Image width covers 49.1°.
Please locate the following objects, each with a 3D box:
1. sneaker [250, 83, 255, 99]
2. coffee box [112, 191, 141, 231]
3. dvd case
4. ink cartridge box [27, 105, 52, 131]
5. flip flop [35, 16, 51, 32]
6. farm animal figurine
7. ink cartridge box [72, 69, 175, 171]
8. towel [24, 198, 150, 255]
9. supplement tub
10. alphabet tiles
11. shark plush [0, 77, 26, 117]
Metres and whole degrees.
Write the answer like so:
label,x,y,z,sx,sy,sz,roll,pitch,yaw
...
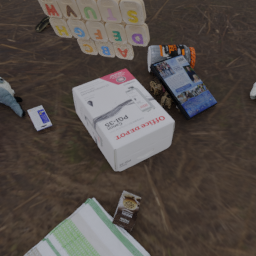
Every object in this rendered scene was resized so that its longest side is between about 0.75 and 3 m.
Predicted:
label,x,y,z,sx,sy,sz,roll,pitch,yaw
sneaker,5.156,-1.011,9.905,1.671,0.628,0.677,29,71,24
coffee box,-0.020,2.064,7.054,0.511,0.361,0.905,22,27,1
dvd case,1.945,-1.485,9.743,1.628,0.200,2.281,-26,78,-33
ink cartridge box,-2.978,-0.303,9.483,0.523,0.205,1.104,-23,51,-20
flip flop,-3.978,-4.965,13.454,0.457,0.325,1.127,31,71,20
farm animal figurine,1.420,-1.283,9.984,1.358,0.708,1.343,7,50,6
ink cartridge box,-0.188,-0.366,8.870,2.107,1.191,2.876,-24,53,-20
towel,-1.230,3.190,6.310,2.947,0.452,2.199,-37,58,-27
supplement tub,1.676,-2.704,10.976,1.741,1.067,1.067,-3,49,-2
alphabet tiles,-0.894,-2.852,7.355,2.898,2.835,0.212,12,65,18
shark plush,-4.812,-1.180,10.118,2.937,1.334,1.223,35,76,2
